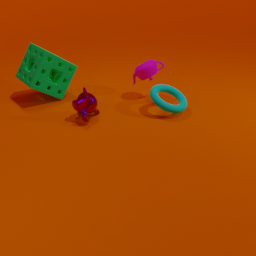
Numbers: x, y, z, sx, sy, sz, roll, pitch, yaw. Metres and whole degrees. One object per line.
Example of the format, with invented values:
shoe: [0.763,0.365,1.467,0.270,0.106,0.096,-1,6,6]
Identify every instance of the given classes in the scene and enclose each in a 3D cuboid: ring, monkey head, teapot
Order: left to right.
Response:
monkey head: [-1.159,-0.599,8.033,0.703,1.167,0.839,-34,56,-5]
teapot: [0.602,-1.850,9.297,1.267,0.620,0.788,-25,13,17]
ring: [1.230,-0.905,8.510,1.207,0.241,1.207,14,42,-13]

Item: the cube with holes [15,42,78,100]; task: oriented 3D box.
cube with holes: [-2.708,-1.876,9.288,1.232,1.232,1.232,33,9,41]
